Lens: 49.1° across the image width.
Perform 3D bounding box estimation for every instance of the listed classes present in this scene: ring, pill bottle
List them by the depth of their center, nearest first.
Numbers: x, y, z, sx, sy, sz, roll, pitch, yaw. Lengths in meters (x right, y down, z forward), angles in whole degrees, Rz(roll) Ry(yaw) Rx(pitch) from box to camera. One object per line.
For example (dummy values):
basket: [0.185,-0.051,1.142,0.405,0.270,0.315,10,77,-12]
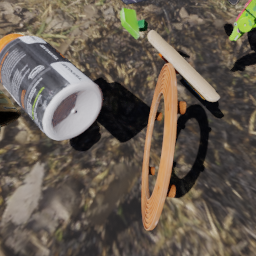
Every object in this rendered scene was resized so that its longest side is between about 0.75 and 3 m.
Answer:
ring: [0.565,0.313,4.934,0.273,2.849,2.849,7,55,-1]
pill bottle: [-1.805,-1.015,5.841,1.375,1.375,2.589,-35,59,-22]

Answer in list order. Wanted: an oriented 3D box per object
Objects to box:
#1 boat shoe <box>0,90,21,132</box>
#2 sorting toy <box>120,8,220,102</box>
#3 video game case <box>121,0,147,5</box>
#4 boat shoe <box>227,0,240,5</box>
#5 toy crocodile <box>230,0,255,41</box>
boat shoe: [-2.637,-0.097,4.827,0.933,0.878,2.450,35,24,-5]
sorting toy: [1.020,-1.708,6.827,2.985,2.207,0.439,47,108,5]
video game case: [0.045,-3.303,6.597,1.314,0.939,0.125,20,86,50]
boat shoe: [3.015,-4.208,8.321,0.492,1.355,0.425,-2,50,33]
toy crocodile: [3.041,-2.863,6.667,0.636,1.883,0.582,-36,77,-30]
